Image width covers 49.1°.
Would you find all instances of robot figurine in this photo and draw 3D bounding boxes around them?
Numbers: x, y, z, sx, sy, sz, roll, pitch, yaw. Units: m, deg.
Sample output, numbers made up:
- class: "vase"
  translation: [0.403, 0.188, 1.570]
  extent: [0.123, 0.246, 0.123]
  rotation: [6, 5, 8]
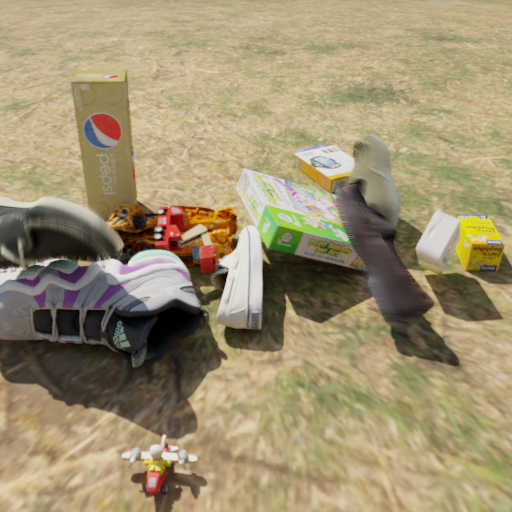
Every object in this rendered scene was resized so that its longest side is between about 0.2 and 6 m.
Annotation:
- class: "robot figurine"
  translation: [-1.826, -0.475, 11.257]
  extent: [2.798, 0.814, 2.028]
  rotation: [2, 31, 3]

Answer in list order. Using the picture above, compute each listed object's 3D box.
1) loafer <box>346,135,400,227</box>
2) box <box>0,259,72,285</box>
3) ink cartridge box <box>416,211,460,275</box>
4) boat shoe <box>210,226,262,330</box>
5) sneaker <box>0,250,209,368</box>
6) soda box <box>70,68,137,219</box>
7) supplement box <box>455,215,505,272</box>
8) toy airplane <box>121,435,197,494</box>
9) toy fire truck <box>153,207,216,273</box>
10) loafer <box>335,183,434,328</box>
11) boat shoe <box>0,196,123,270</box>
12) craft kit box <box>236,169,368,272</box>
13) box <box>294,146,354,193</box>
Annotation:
- class: "loafer"
  translation: [2.327, -1.635, 11.754]
  extent: [0.892, 0.963, 2.561]
  rotation: [0, 46, -5]
- class: "box"
  translation: [-4.342, 0.197, 10.635]
  extent: [1.607, 0.405, 2.227]
  rotation: [-7, 35, -11]
- class: "ink cartridge box"
  translation: [3.316, -0.214, 10.169]
  extent: [0.464, 1.105, 0.804]
  rotation: [27, 84, 25]
- class: "boat shoe"
  translation: [-0.355, 0.318, 10.038]
  extent: [0.908, 0.923, 2.602]
  rotation: [1, 39, -1]
- class: "sneaker"
  translation: [-2.343, 1.008, 8.534]
  extent: [3.354, 1.304, 2.346]
  rotation: [-15, 35, -21]
- class: "soda box"
  translation: [-3.189, -2.337, 12.001]
  extent: [1.049, 3.098, 0.992]
  rotation: [-3, 33, -9]
- class: "supplement box"
  translation: [4.372, -0.273, 11.108]
  extent: [0.635, 0.639, 1.167]
  rotation: [2, 34, 2]
- class: "toy airplane"
  translation: [-1.202, 2.513, 6.956]
  extent: [0.725, 0.511, 0.722]
  rotation: [-26, 40, -33]
- class: "toy fire truck"
  translation: [-1.285, -0.340, 10.198]
  extent: [1.098, 0.380, 1.557]
  rotation: [-3, 43, -2]
- class: "loafer"
  translation: [2.139, -0.127, 9.302]
  extent: [0.923, 0.809, 2.569]
  rotation: [4, 63, -55]
- class: "boat shoe"
  translation: [-3.419, -0.193, 8.547]
  extent: [3.326, 1.194, 1.124]
  rotation: [6, 55, 30]
- class: "craft kit box"
  translation: [1.040, -0.720, 11.112]
  extent: [2.453, 0.603, 2.484]
  rotation: [10, 28, -23]
- class: "box"
  translation: [1.893, -2.311, 14.471]
  extent: [1.236, 0.431, 2.076]
  rotation: [-15, 33, -22]
